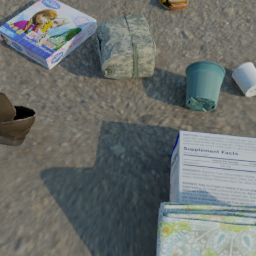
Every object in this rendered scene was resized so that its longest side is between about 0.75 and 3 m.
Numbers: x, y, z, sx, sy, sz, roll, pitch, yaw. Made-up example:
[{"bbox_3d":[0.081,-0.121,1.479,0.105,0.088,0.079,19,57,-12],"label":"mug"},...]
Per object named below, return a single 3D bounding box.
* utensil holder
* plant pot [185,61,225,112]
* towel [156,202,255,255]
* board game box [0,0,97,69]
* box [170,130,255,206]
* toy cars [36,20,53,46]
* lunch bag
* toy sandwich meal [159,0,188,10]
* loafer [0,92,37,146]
[{"bbox_3d":[3.995,-1.587,9.248,0.753,0.753,0.886,-16,61,-10],"label":"utensil holder"},{"bbox_3d":[2.369,-1.240,8.823,1.245,1.245,1.220,10,66,6],"label":"plant pot"},{"bbox_3d":[1.726,2.858,5.708,2.340,0.658,2.733,2,99,5],"label":"towel"},{"bbox_3d":[-3.051,-3.759,10.721,2.686,0.553,2.680,31,63,18],"label":"board game box"},{"bbox_3d":[2.248,1.477,6.969,2.256,1.287,2.454,6,59,3],"label":"box"},{"bbox_3d":[-2.428,-2.756,8.067,0.191,0.862,0.386,48,42,15],"label":"toy cars"},{"bbox_3d":[-0.144,-2.728,9.515,1.790,1.487,2.134,-7,58,-6],"label":"lunch bag"},{"bbox_3d":[1.958,-5.511,11.877,1.382,0.473,1.382,0,58,0],"label":"toy sandwich meal"},{"bbox_3d":[-2.951,-0.378,5.682,1.093,2.994,1.068,43,94,13],"label":"loafer"}]
